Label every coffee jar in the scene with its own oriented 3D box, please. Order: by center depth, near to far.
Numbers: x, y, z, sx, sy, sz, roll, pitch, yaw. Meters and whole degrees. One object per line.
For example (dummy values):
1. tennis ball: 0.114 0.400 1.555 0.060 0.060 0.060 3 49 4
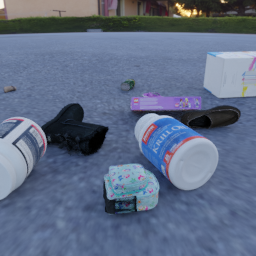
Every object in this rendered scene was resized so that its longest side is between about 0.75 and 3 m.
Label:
1. coffee jar: 0.015 -2.197 14.211 0.517 0.423 0.992 7 25 18

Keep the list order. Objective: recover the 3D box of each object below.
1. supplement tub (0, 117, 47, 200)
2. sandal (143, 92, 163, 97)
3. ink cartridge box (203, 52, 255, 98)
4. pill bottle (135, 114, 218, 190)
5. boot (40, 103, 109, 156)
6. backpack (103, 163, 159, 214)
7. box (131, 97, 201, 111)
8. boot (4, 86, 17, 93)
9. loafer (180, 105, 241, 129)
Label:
1. supplement tub: -2.817 0.645 6.507 1.327 1.327 1.891 2 23 5
2. sandal: 1.223 -1.495 12.743 1.242 0.305 0.505 18 29 35
3. ink cartridge box: 5.424 -2.609 13.364 2.928 1.833 1.882 -4 24 -8
4. pill bottle: 1.046 0.438 7.066 1.286 1.286 2.291 -10 24 -22
5. boot: -1.467 -0.019 8.698 1.832 0.827 2.236 8 32 24
6. backpack: 0.078 1.247 5.850 1.130 0.851 1.003 1 23 -11
7. box: 1.316 -0.880 10.452 2.433 0.476 1.665 0 2 0
8. boot: -5.796 -1.927 13.807 0.561 0.270 0.768 -5 25 -18
9. loafer: 2.835 -0.251 9.498 2.018 0.737 0.720 -8 27 5
